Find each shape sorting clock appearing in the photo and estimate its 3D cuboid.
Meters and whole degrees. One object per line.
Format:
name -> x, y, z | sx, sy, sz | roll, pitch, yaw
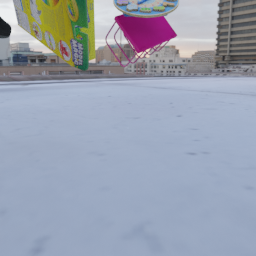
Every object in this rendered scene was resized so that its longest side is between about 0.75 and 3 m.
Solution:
shape sorting clock -> 0.523, -3.746, 8.148 | 1.925, 0.378, 1.925 | -3, 49, 3

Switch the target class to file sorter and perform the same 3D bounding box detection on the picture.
file sorter -> 0.395, -3.131, 9.680 | 1.955, 1.359, 1.226 | -32, -3, -34

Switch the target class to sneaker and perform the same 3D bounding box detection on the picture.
sneaker -> -3.617, -3.029, 7.073 | 0.778, 0.871, 2.126 | 51, 7, 19

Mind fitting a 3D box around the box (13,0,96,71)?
box -> -1.401, -2.262, 5.299 | 0.619, 1.501, 2.559 | -28, 53, -30
